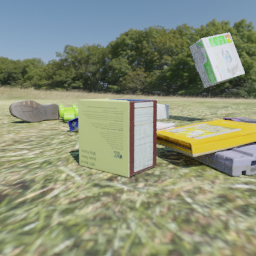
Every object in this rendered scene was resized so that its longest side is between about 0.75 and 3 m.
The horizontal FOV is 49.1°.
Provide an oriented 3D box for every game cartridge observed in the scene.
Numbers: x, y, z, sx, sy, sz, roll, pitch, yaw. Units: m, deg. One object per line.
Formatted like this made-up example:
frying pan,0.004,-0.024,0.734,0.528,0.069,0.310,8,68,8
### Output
game cartridge,1.717,0.131,6.005,1.903,0.309,1.678,-13,11,-20
game cartridge,2.731,0.500,5.794,2.509,0.482,1.626,-2,12,-17

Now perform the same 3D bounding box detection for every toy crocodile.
toy crocodile,-2.864,-0.655,13.540,0.891,0.815,2.641,-1,12,-16

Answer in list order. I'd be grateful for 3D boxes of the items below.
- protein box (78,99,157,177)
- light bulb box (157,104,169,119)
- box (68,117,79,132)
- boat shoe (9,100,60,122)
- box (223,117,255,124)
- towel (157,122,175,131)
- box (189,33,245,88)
protein box,-0.200,0.108,5.325,1.279,1.288,0.869,6,10,39
light bulb box,1.343,-0.888,14.915,1.199,0.748,1.189,-7,10,-37
box,-1.176,-0.271,10.190,1.231,0.429,2.068,-21,-5,39
boat shoe,-4.515,-0.719,13.430,1.028,1.044,2.804,-7,-6,32
box,4.913,-0.282,12.277,1.019,0.257,1.426,-1,6,0
towel,0.473,-0.041,10.258,1.834,0.309,1.920,-8,10,-44
box,3.826,-2.923,12.125,1.706,1.933,0.935,-18,-2,-28
